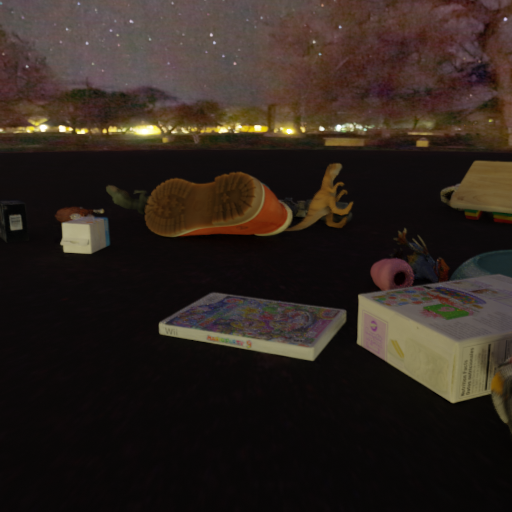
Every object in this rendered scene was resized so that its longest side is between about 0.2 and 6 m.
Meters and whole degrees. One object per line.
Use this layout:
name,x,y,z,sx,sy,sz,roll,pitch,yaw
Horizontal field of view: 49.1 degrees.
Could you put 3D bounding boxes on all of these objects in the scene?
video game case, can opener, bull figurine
video game case,-0.005,0.738,6.261,1.754,0.158,1.256,5,15,23
can opener,1.273,-0.982,13.171,1.879,0.501,0.628,8,48,29
bull figurine,-3.909,-0.872,12.512,1.276,0.416,0.775,13,14,34

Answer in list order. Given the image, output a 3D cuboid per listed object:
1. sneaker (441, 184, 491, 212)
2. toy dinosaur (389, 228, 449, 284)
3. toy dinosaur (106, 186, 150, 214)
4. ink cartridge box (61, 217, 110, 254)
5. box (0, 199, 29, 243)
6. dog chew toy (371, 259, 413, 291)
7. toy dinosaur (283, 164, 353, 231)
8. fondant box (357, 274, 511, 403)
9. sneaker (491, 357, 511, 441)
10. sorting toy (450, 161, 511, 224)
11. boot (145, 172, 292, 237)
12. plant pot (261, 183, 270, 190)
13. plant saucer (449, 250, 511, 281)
sneaker,5.536,-1.472,14.566,0.794,0.732,1.801,-12,12,-24
toy dinosaur,2.501,0.074,8.257,1.318,0.692,1.196,3,27,-37
toy dinosaur,-2.093,-1.263,13.466,2.934,0.696,1.293,4,13,-14
ink cartridge box,-3.091,-0.373,10.108,0.546,0.532,0.849,2,13,10
box,-4.820,-0.711,11.063,0.446,0.747,0.760,-9,16,-32
dog chew toy,1.817,0.261,7.673,0.493,0.493,0.792,-2,6,-10
toy dinosaur,1.407,-1.014,12.207,1.156,2.177,0.658,28,-22,14
fondant box,2.199,0.705,5.499,1.969,0.573,1.420,-5,14,-23
sneaker,1.983,1.108,3.521,0.980,0.929,2.386,-6,4,31
sorting toy,5.775,-1.490,13.284,1.709,0.595,1.699,11,50,40
boot,-0.822,-0.835,11.348,3.154,1.184,1.691,1,-10,37
plant pot,-0.160,-1.448,14.036,0.920,0.904,0.901,0,10,-45
plant saucer,4.079,0.325,7.556,2.786,0.382,2.786,-1,13,0
